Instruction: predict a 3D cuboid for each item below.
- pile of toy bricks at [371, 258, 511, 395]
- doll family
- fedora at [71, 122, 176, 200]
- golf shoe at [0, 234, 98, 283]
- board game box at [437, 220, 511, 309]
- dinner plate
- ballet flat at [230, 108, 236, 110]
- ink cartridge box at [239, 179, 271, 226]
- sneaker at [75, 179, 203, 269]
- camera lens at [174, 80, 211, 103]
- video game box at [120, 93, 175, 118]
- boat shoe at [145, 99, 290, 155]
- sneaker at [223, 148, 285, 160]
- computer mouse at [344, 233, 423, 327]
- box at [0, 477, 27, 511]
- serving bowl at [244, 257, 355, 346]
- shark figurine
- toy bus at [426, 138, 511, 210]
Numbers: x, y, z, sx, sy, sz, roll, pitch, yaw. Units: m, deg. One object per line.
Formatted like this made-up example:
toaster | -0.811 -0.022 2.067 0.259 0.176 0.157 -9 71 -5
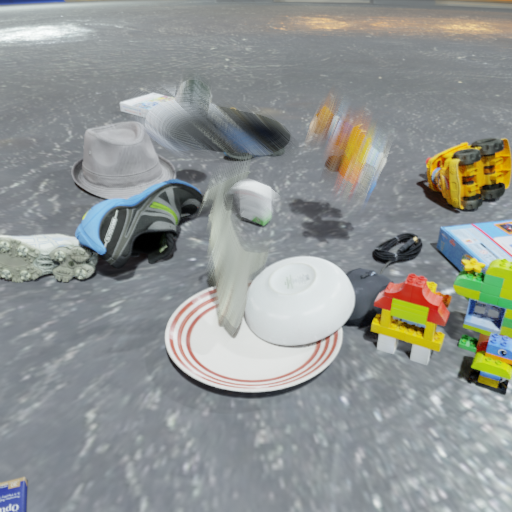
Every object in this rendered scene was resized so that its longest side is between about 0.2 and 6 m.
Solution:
pile of toy bricks | 3.351 0.689 7.426 3.252 1.606 1.804 15 34 23
doll family | 1.523 -1.982 9.432 1.152 0.837 1.856 23 33 -29
fedora | -3.109 -2.366 12.913 2.317 1.183 2.620 -14 34 -22
golf shoe | -3.695 -0.036 9.612 1.994 0.781 0.969 7 22 -4
board game box | 4.895 0.039 9.561 2.797 0.512 2.116 -7 32 -11
dinner plate | -0.037 1.121 7.987 2.494 0.302 2.494 0 31 0
ballet flat | -1.289 -3.672 15.586 0.712 0.653 2.073 20 36 36
ink cartridge box | -0.013 -1.048 10.879 0.563 0.771 0.325 25 50 24
sneaker | -1.905 -0.527 10.170 1.283 1.097 3.095 48 31 3
camera lens | -1.302 -3.077 11.250 0.659 0.824 0.659 7 70 -20
video game box | -3.305 -4.755 17.695 1.328 0.341 1.457 19 36 33
boat shoe | -0.573 -2.196 9.806 2.618 0.915 0.867 6 4 -30
sneaker | -0.058 -2.862 14.236 1.634 0.669 0.598 -12 33 -18
computer mouse | 2.084 0.206 9.299 0.896 0.520 3.056 16 34 27
box | -2.588 2.669 5.575 0.548 0.147 0.904 -10 34 -15
serving bowl | 0.585 0.523 8.192 1.653 0.544 1.653 -10 37 8
shark figurine | -0.263 -0.141 8.144 0.878 2.105 1.258 -7 9 -6
toy bus | 4.349 -1.845 12.191 1.814 1.231 1.742 -25 26 -30
